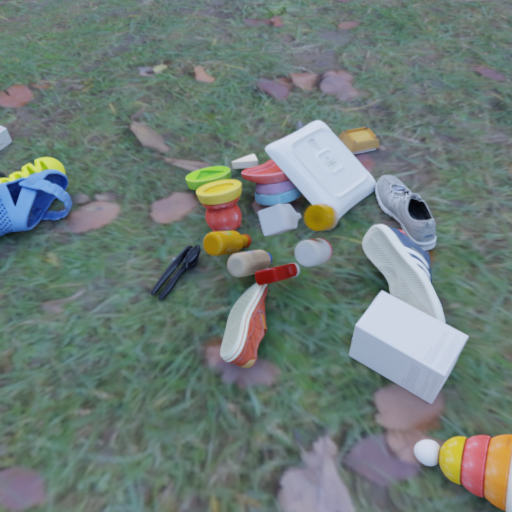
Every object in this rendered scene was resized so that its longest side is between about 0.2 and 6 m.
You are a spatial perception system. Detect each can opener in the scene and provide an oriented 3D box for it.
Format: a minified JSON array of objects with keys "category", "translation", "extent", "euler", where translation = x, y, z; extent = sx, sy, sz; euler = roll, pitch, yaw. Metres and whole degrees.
[{"category":"can opener","translation":[-1.555,0.291,10.740],"extent":[0.419,0.520,1.323],"euler":[33,65,16]}]

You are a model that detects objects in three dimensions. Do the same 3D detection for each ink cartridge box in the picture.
[{"category":"ink cartridge box","translation":[-6.548,-2.883,13.508],"extent":[0.992,0.412,0.728],"euler":[24,53,19]}]

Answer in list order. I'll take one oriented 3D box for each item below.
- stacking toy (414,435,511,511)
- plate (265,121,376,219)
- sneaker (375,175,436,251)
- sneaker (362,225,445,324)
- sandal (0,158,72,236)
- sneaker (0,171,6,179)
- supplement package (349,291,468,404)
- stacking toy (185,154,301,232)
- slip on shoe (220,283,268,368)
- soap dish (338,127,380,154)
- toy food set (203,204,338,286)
[{"category":"stacking toy","translation":[3.084,2.986,8.157],"extent":[1.532,1.119,1.119],"euler":[7,46,31]},{"category":"plate","translation":[1.496,-1.922,11.901],"extent":[2.096,0.339,2.091],"euler":[49,49,6]},{"category":"sneaker","translation":[3.195,-1.086,11.641],"extent":[0.769,0.844,2.059],"euler":[-16,51,-14]},{"category":"sneaker","translation":[2.944,0.414,10.318],"extent":[1.027,0.911,2.431],"euler":[2,53,-35]},{"category":"sandal","translation":[-4.994,-0.943,11.368],"extent":[2.974,1.182,1.295],"euler":[-36,62,-26]},{"category":"sneaker","translation":[-6.388,-1.450,12.101],"extent":[1.881,0.714,0.854],"euler":[-28,48,-24]},{"category":"supplement package","translation":[2.488,1.494,9.302],"extent":[1.574,0.954,0.942],"euler":[29,55,23]},{"category":"stacking toy","translation":[-0.319,-1.361,12.175],"extent":[2.364,0.999,2.140],"euler":[-20,26,-21]},{"category":"slip on shoe","translation":[-0.108,1.180,9.872],"extent":[0.590,0.714,1.929],"euler":[39,38,-19]},{"category":"soap dish","translation":[2.476,-2.780,13.433],"extent":[0.819,0.333,0.644],"euler":[-14,51,-19]},{"category":"toy food set","translation":[0.460,-0.201,10.230],"extent":[2.640,1.260,1.188],"euler":[-18,-4,32]}]
